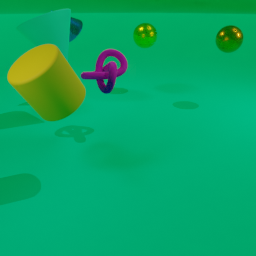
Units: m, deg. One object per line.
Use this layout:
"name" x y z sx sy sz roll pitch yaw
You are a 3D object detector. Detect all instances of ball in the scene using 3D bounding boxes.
"ball" 0.696 -3.745 11.371 0.987 0.987 0.987 0 25 0
"ball" 3.492 -3.062 9.660 0.913 0.913 0.913 0 25 0

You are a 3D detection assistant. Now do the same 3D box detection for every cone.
"cone" -2.275 -3.655 9.596 1.029 1.029 1.033 21 -11 38
"cone" -2.144 -2.386 8.277 1.638 1.644 1.638 -19 17 6

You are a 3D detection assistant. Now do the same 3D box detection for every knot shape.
"knot shape" -0.597 -1.488 7.633 1.342 0.620 1.256 -30 45 7

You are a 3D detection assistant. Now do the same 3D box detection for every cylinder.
"cylinder" -1.397 -0.782 4.933 0.978 0.978 0.978 -15 47 16
